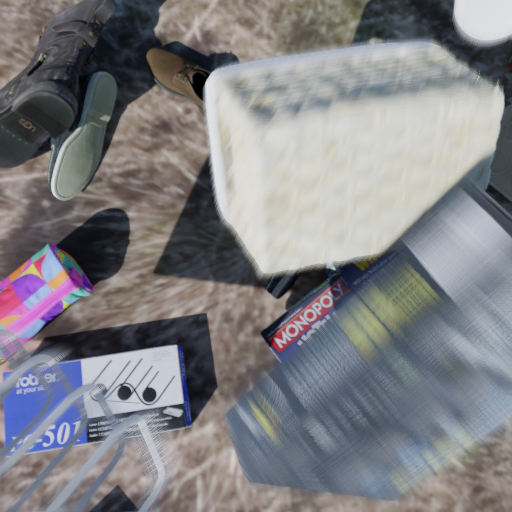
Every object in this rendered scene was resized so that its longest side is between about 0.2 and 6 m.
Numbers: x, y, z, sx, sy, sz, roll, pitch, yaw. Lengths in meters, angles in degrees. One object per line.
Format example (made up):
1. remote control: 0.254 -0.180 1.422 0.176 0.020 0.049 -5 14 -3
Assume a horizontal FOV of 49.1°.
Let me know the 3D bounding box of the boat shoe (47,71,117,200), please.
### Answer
1. boat shoe: -3.081 -2.050 9.400 0.744 0.839 2.245 16 89 25

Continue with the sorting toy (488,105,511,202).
1. sorting toy: 4.714 -1.884 9.589 1.533 0.305 2.074 41 84 14

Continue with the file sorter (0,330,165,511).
1. file sorter: -2.269 1.820 5.271 2.434 1.689 1.516 24 53 24

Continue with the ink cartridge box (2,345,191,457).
1. ink cartridge box: -2.389 2.181 8.500 2.660 0.588 1.250 -8 76 -2

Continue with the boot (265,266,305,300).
1. boot: 0.219 -0.611 9.014 1.730 0.841 2.298 26 75 5

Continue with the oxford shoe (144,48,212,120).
1. oxford shoe: -1.129 -3.070 9.604 1.936 0.817 0.703 35 79 8

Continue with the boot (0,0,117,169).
1. boot: -3.669 -2.953 9.429 3.002 1.039 2.614 -14 53 27

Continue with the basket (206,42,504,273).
1. basket: 0.985 -1.078 6.096 2.742 1.859 1.691 -11 36 -9

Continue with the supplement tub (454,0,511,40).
1. supplement tub: 2.801 -3.225 6.589 0.854 0.854 1.183 15 56 3

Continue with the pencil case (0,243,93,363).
1. pencil case: -3.741 0.933 8.555 2.516 1.112 1.112 -42 80 -8

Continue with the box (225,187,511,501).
1. box: 1.816 1.259 5.986 3.501 2.761 0.893 -46 42 21

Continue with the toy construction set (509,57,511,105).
1. toy construction set: 5.840 -3.720 9.432 2.196 2.383 2.858 21 54 -14

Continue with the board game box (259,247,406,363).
1. board game box: 1.764 0.901 8.599 3.156 0.973 3.154 -36 78 -7
